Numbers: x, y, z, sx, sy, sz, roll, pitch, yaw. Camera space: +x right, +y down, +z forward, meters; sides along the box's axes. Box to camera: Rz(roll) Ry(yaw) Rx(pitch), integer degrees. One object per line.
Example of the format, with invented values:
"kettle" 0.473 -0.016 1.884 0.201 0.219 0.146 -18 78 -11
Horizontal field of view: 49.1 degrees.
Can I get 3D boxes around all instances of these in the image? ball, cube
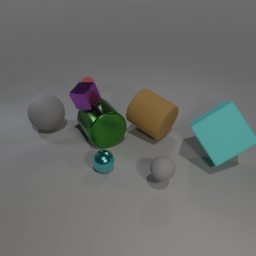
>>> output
"ball" 0.962 1.117 7.749 0.700 0.700 0.700 0 31 0
"cube" 2.911 0.113 8.718 1.400 1.400 1.400 -33 -1 14
"ball" -3.139 -0.613 10.789 1.400 1.400 1.400 0 31 0
"ball" -0.763 1.030 8.737 0.700 0.700 0.700 0 31 0
"cube" -1.482 -1.120 9.743 0.700 0.700 0.700 5 45 31

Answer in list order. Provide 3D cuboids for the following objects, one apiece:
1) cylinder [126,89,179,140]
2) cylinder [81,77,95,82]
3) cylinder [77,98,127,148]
"cylinder" 0.886 -0.511 10.192 1.400 1.400 1.400 34 43 23
"cylinder" -1.996 -2.192 13.936 0.700 0.700 0.700 -5 12 -9
"cylinder" -0.963 -0.209 10.144 1.400 1.400 1.400 -14 33 -22
